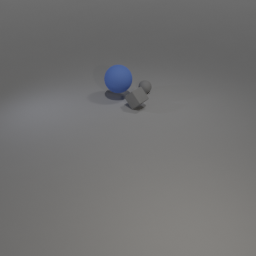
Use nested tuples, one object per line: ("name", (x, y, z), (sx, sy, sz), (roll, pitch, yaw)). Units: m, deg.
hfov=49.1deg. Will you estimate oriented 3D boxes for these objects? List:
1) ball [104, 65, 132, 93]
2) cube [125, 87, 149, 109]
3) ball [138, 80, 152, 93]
("ball", (-0.482, -2.449, 14.008), (1.400, 1.400, 1.400), (0, 31, 0))
("cube", (0.414, -1.431, 13.387), (0.700, 0.700, 0.700), (-33, 0, -38))
("ball", (0.908, -2.200, 14.944), (0.700, 0.700, 0.700), (0, 31, 0))
